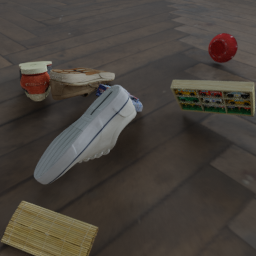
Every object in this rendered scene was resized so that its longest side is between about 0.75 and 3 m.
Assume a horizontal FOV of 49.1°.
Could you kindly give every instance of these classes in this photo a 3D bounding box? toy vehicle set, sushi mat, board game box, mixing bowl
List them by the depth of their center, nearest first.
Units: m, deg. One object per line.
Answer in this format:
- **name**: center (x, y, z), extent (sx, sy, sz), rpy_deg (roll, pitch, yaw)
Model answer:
- **sushi mat**: center (-1.399, 1.890, 4.974), extent (1.646, 0.100, 0.788), rpy_deg (13, 61, 16)
- **toy vehicle set**: center (2.247, -0.788, 7.392), extent (2.007, 1.247, 0.266), rpy_deg (7, 68, 29)
- **board game box**: center (-0.147, -0.870, 8.188), extent (1.192, 0.368, 1.192), rpy_deg (26, 13, 15)
- **mixing bowl**: center (3.502, -3.033, 10.632), extent (1.115, 1.115, 0.604), rpy_deg (25, 26, 29)

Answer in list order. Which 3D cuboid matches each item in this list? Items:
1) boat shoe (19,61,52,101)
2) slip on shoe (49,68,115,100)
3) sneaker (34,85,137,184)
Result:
- **boat shoe**: center (-2.915, -1.624, 9.030), extent (1.057, 0.929, 2.969), rpy_deg (-11, 21, -13)
- **slip on shoe**: center (-1.371, -1.401, 8.798), extent (1.024, 0.816, 2.692), rpy_deg (15, 19, 23)
- **sneaker**: center (-0.814, 0.298, 6.160), extent (2.721, 0.963, 0.994), rpy_deg (-45, 30, -8)
